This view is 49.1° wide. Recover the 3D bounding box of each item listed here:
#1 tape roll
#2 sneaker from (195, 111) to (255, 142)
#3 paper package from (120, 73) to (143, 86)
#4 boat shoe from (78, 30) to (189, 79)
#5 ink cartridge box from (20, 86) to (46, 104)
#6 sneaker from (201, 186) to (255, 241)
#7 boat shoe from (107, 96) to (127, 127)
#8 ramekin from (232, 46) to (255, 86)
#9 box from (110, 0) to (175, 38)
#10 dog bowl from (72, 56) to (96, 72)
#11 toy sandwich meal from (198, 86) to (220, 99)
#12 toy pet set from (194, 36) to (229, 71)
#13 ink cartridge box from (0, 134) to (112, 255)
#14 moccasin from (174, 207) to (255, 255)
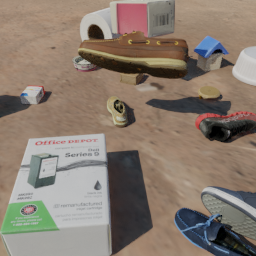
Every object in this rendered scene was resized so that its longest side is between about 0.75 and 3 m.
[{"bbox_3d":[-1.117,-4.654,13.637,2.060,2.060,1.415,23,41,29],"label":"tape roll"},{"bbox_3d":[3.083,-0.017,8.415,1.984,0.701,0.969,-3,36,0],"label":"sneaker"},{"bbox_3d":[0.138,-2.162,11.598,0.773,0.419,0.811,14,39,18],"label":"paper package"},{"bbox_3d":[0.162,-2.032,7.485,2.946,0.995,1.060,9,-7,7],"label":"boat shoe"},{"bbox_3d":[-3.522,-1.294,10.462,0.601,0.348,1.034,3,35,3],"label":"ink cartridge box"},{"bbox_3d":[2.952,1.486,5.999,2.473,0.940,1.787,25,53,16],"label":"sneaker"},{"bbox_3d":[-0.335,-0.733,9.447,0.598,0.635,1.668,-10,37,-13],"label":"boat shoe"},{"bbox_3d":[5.608,-2.643,11.732,2.206,1.027,2.206,-1,36,0],"label":"ramekin"},{"bbox_3d":[0.491,-3.965,10.041,1.326,1.130,2.074,-22,32,-32],"label":"box"},{"bbox_3d":[-1.923,-2.902,12.624,1.118,0.412,1.118,0,35,0],"label":"dog bowl"},{"bbox_3d":[3.033,-1.285,10.525,0.901,0.309,0.901,-2,39,1],"label":"toy sandwich meal"},{"bbox_3d":[3.213,-3.650,12.867,2.503,1.329,2.337,-13,38,-17],"label":"toy pet set"},{"bbox_3d":[-1.384,1.362,6.154,1.939,1.116,2.656,-4,36,-5],"label":"ink cartridge box"},{"bbox_3d":[1.791,2.099,5.554,1.876,0.640,0.755,27,44,32],"label":"moccasin"}]
